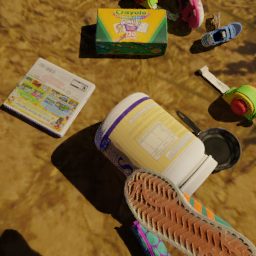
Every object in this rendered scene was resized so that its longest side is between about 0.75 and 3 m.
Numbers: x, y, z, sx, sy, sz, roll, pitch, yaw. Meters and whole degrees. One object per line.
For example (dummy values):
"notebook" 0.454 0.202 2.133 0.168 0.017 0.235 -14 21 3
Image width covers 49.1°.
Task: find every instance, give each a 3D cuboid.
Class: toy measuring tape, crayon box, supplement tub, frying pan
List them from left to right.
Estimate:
"crayon box" 0.118 -3.296 9.606 2.377 0.692 1.412 1 69 0
"toy measuring tape" 0.895 -4.713 10.132 2.264 0.833 0.833 36 73 13
"supplement tub" 0.704 0.609 7.380 2.745 1.996 1.996 42 74 15
"frying pan" 2.245 0.459 8.328 2.189 0.356 1.324 22 69 10
"toy measuring tape" 3.294 -1.202 8.691 0.951 0.951 2.585 -38 73 -14

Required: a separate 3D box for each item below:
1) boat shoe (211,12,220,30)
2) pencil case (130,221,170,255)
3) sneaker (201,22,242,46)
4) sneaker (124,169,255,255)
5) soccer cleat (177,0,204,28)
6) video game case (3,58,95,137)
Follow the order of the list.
"boat shoe" 3.132 -3.750 10.024 0.307 0.324 0.856 3 66 13
"pencil case" 0.600 2.973 7.186 0.571 0.620 1.342 -36 69 11
"sneaker" 3.282 -3.188 9.545 1.489 0.612 0.551 -25 102 -6
"sneaker" 0.859 1.434 4.140 2.229 0.891 0.795 33 81 37
"soccer cleat" 2.268 -4.887 10.085 1.234 0.998 2.858 -15 71 -18
"video game case" -2.489 -1.034 8.971 2.195 0.251 1.997 27 71 9
